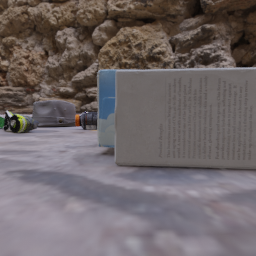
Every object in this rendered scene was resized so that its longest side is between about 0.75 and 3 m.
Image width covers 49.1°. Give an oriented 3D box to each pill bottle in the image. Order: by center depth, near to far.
[{"bbox_3d":[-0.993,-0.202,7.746,0.913,0.485,0.485,0,3,-7],"label":"pill bottle"}]

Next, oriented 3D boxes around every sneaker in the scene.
[{"bbox_3d":[-2.707,-0.114,6.991,0.570,0.521,1.409,6,6,-40],"label":"sneaker"}]

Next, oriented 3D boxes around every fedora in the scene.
[{"bbox_3d":[-2.536,-0.500,9.478,1.939,0.875,1.715,-1,3,-18],"label":"fedora"}]

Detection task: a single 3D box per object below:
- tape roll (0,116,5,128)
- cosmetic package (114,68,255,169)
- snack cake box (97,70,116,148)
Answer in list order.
[{"bbox_3d":[-4.180,-0.350,8.051,1.247,0.300,1.247,19,-10,4],"label":"tape roll"},{"bbox_3d":[0.785,-0.099,2.725,1.764,0.895,0.629,1,4,8],"label":"cosmetic package"},{"bbox_3d":[1.123,-0.264,3.884,2.843,0.955,1.635,2,8,6],"label":"snack cake box"}]
